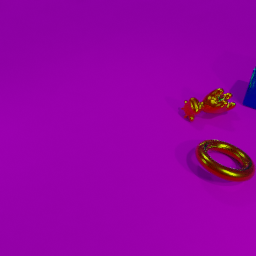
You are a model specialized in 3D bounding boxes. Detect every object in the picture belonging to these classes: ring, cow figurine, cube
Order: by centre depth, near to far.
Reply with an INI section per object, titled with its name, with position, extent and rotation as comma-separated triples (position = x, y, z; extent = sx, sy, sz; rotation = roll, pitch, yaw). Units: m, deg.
[ring]
position = 2.493, 0.804, 7.215
extent = 1.564, 0.313, 1.564
rotation = 11, 30, -6
[cow figurine]
position = 2.517, -0.701, 8.895
extent = 1.434, 1.411, 0.787
rotation = 6, 64, -49
[cube]
position = 4.837, -1.427, 9.243
extent = 1.399, 1.399, 1.399
rotation = 24, 46, 25
